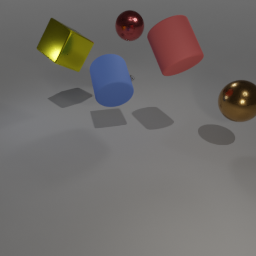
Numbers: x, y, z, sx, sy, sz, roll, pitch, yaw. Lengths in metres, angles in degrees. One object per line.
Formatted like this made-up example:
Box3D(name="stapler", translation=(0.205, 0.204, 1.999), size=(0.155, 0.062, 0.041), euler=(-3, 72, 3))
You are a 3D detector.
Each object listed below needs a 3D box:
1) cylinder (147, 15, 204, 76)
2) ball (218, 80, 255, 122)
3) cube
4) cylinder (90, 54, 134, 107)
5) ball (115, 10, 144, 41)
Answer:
Box3D(name="cylinder", translation=(1.501, -2.596, 8.955), size=(1.400, 1.400, 1.400), euler=(-21, -8, -3))
Box3D(name="ball", translation=(3.725, -0.891, 9.319), size=(1.400, 1.400, 1.400), euler=(0, 30, 0))
Box3D(name="cube", translation=(-2.538, -3.340, 11.382), size=(1.400, 1.400, 1.400), euler=(38, 15, 28))
Box3D(name="cylinder", translation=(-0.615, -1.727, 10.277), size=(1.400, 1.400, 1.400), euler=(-7, 57, -12))
Box3D(name="ball", translation=(0.083, -4.898, 13.446), size=(1.400, 1.400, 1.400), euler=(0, 30, 0))
